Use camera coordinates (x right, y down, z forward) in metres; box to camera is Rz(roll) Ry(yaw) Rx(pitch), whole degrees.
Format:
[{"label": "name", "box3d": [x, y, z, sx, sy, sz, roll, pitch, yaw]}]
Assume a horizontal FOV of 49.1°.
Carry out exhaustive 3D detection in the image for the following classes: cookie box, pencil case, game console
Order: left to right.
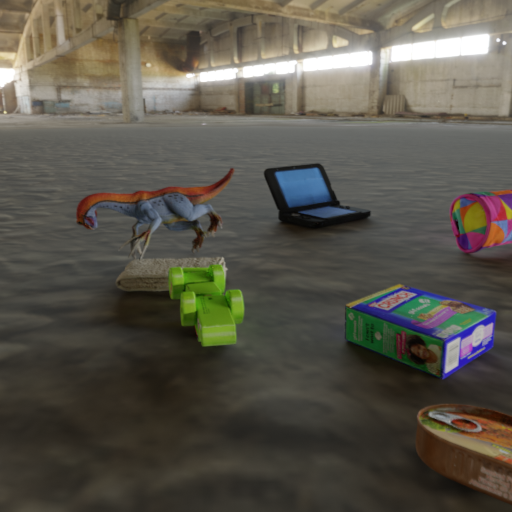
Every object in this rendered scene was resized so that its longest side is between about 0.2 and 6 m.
[{"label": "game console", "box3d": [1.240, -1.244, 11.194, 1.718, 1.000, 1.511, -13, 20, -38]}, {"label": "cookie box", "box3d": [1.573, 0.684, 5.447, 0.943, 0.414, 1.102, -15, 21, -40]}, {"label": "pencil case", "box3d": [4.252, -0.630, 9.031, 2.363, 1.044, 1.044, -6, 17, -23]}]

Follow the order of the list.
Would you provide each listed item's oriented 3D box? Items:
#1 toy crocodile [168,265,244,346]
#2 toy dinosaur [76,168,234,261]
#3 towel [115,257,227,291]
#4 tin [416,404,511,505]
[{"label": "toy crocodile", "box3d": [-0.557, 0.513, 5.993, 0.618, 0.566, 1.832, -4, 21, -17]}, {"label": "toy dinosaur", "box3d": [-1.556, -0.674, 8.233, 1.914, 2.109, 1.107, 27, -30, -23]}, {"label": "towel", "box3d": [-1.076, 0.236, 7.402, 1.374, 0.237, 0.911, -1, 14, 0]}, {"label": "tin", "box3d": [1.659, 1.262, 3.399, 1.418, 0.297, 0.794, 11, 5, 42]}]
